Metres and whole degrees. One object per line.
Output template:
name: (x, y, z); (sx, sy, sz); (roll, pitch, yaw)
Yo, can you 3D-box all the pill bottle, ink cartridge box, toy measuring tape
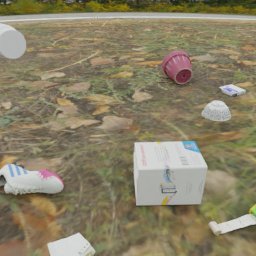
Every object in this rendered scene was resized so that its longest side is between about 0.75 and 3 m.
pill bottle: (-2.811, -1.934, 6.187); (0.715, 0.715, 1.261); (-24, 36, -37)
ink cartridge box: (5.470, -1.987, 14.748); (0.969, 0.212, 0.978); (-14, 34, -25)
toy measuring tape: (3.322, 1.916, 6.868); (2.777, 1.021, 1.021); (-8, 30, -14)
ink cartridge box: (1.067, 1.231, 7.742); (1.772, 1.281, 1.304); (-1, 29, -2)

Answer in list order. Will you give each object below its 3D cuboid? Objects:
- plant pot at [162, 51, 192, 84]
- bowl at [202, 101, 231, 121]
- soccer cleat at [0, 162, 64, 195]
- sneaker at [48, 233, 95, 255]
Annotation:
plant pot: (2.926, -3.347, 15.998); (1.648, 1.648, 1.475); (-6, 44, -10)
bowl: (3.906, -0.829, 12.257); (1.254, 0.589, 1.254); (1, 29, 0)
soccer cleat: (-2.817, 1.580, 7.819); (2.139, 0.747, 0.924); (8, 36, 25)
sneaker: (-1.037, 2.765, 5.724); (0.880, 0.561, 1.522); (-17, 32, -22)
